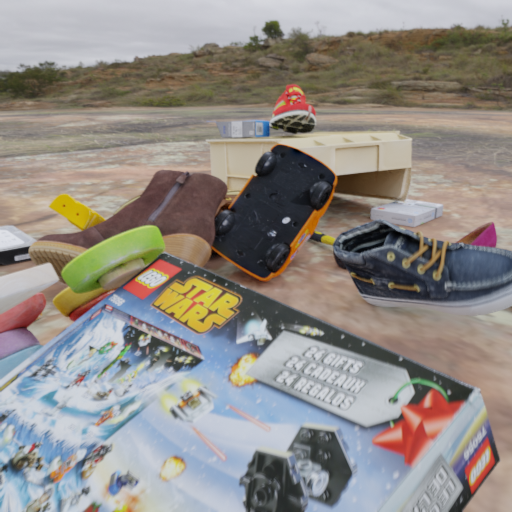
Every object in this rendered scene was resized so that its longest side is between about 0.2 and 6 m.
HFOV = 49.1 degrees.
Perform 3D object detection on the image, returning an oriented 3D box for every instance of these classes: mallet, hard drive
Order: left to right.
[{"bbox_3d":[-4.303,-0.164,9.225,1.065,0.288,1.525,-14,22,-37],"label":"hard drive"},{"bbox_3d":[1.112,-0.237,9.370,0.757,0.473,2.299,-16,19,-30],"label":"mallet"}]

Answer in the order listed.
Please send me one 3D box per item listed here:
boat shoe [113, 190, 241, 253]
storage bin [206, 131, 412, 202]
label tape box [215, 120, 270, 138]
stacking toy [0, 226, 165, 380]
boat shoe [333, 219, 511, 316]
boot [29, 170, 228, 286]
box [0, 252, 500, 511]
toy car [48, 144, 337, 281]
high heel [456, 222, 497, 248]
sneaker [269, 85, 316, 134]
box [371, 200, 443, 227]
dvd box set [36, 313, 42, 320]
[{"bbox_3d":[-0.848,-0.555,9.154,2.953,1.063,0.997,-6,18,-22],"label":"boat shoe"},{"bbox_3d":[1.061,-1.792,11.795,3.202,1.501,3.179,-11,16,-31],"label":"storage bin"},{"bbox_3d":[-0.377,-2.663,11.813,1.129,0.357,0.814,4,13,23],"label":"label tape box"},{"bbox_3d":[-1.626,0.661,4.931,2.138,0.903,1.935,-25,-5,-43],"label":"stacking toy"},{"bbox_3d":[1.956,0.088,6.436,2.251,1.022,0.796,-7,46,43],"label":"boat shoe"},{"bbox_3d":[-1.709,-0.427,7.861,2.386,0.863,1.985,8,50,8],"label":"boot"},{"bbox_3d":[-0.519,1.089,3.357,2.079,0.606,3.036,-41,32,-21],"label":"box"},{"bbox_3d":[-0.883,-0.826,8.828,4.174,2.047,1.389,14,-13,17],"label":"toy car"},{"bbox_3d":[2.835,-0.107,8.300,1.549,0.745,0.522,-7,19,-19],"label":"high heel"},{"bbox_3d":[0.739,-3.178,11.986,0.889,0.980,2.309,9,9,-12],"label":"sneaker"},{"bbox_3d":[3.103,-0.899,11.486,0.980,0.259,1.258,15,22,39],"label":"box"},{"bbox_3d":[-3.748,0.840,6.087,1.633,0.328,2.232,8,20,21],"label":"dvd box set"}]
